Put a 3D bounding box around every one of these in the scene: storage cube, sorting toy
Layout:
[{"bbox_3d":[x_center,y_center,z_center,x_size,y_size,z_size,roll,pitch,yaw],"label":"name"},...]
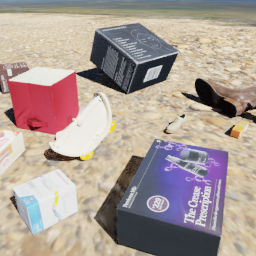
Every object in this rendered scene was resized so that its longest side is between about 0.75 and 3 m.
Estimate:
[{"bbox_3d":[-2.798,-0.993,9.629,1.637,1.721,1.915,9,29,17],"label":"storage cube"},{"bbox_3d":[-1.462,-0.056,8.424,2.031,1.085,1.828,-49,30,-12],"label":"sorting toy"}]

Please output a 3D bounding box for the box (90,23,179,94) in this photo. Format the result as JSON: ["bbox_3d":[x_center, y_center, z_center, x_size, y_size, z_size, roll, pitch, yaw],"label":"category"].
[{"bbox_3d":[0.259,-3.370,13.108,2.873,1.780,2.824,-25,60,-38],"label":"box"}]

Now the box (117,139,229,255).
[{"bbox_3d":[1.075,1.394,5.956,1.851,1.034,2.622,7,29,18],"label":"box"}]

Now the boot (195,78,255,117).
[{"bbox_3d":[4.506,-1.488,11.379,2.813,0.904,2.622,-17,45,-23],"label":"boot"}]

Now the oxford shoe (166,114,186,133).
[{"bbox_3d":[1.617,-0.168,9.461,0.394,0.411,1.115,19,34,31],"label":"oxford shoe"}]

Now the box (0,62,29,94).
[{"bbox_3d":[-5.139,-2.302,12.708,1.307,1.085,1.073,-13,31,-22],"label":"box"}]

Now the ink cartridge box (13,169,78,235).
[{"bbox_3d":[-1.721,1.524,5.937,1.050,0.767,0.770,-22,35,-34],"label":"ink cartridge box"}]

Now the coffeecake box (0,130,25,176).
[{"bbox_3d":[-4.047,0.618,7.741,1.799,0.657,1.381,5,29,10],"label":"coffeecake box"}]

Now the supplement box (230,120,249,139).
[{"bbox_3d":[3.675,0.042,9.210,0.286,0.296,0.861,23,33,32],"label":"supplement box"}]
